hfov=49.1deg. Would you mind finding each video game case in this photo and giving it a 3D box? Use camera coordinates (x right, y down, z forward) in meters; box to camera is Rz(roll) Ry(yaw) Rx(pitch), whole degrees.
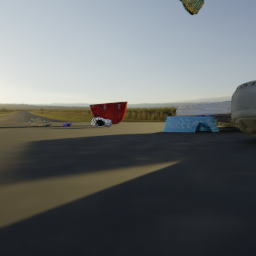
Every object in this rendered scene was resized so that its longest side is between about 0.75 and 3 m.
[{"bbox_3d":[2.319,-0.189,5.108,2.362,0.213,1.691,7,-1,-18],"label":"video game case"}]

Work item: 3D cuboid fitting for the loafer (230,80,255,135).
[{"bbox_3d":[1.800,-0.320,2.686,2.386,0.832,0.834,-1,2,-39],"label":"loafer"}]

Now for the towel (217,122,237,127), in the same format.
[{"bbox_3d":[3.338,-0.259,7.921,1.970,0.484,2.655,1,1,9],"label":"towel"}]

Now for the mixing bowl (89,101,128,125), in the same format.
[{"bbox_3d":[-0.778,-0.624,12.055,1.686,0.913,1.686,-6,7,1],"label":"mixing bowl"}]

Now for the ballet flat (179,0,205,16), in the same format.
[{"bbox_3d":[1.541,-3.343,7.086,0.571,0.571,1.617,0,39,-8],"label":"ballet flat"}]

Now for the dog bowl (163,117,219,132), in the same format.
[{"bbox_3d":[1.021,-0.061,4.498,0.982,0.244,0.548,0,1,-30],"label":"dog bowl"}]

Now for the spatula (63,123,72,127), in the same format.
[{"bbox_3d":[-1.926,-0.100,9.009,0.299,0.109,1.056,-2,2,-15],"label":"spatula"}]

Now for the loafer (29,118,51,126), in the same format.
[{"bbox_3d":[-2.967,-0.200,9.413,0.829,0.283,0.314,0,1,15],"label":"loafer"}]

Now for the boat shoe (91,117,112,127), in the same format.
[{"bbox_3d":[-0.800,-0.161,7.738,0.789,0.290,0.258,0,-3,42],"label":"boat shoe"}]
